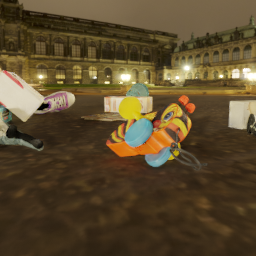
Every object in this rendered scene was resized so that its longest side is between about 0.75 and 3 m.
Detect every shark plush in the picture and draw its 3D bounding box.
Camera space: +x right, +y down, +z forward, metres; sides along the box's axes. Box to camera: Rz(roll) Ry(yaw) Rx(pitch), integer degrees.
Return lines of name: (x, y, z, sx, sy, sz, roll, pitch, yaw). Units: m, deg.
shark plush: (-3.091, -0.014, 6.579, 2.793, 1.269, 1.163, -2, -23, 20)

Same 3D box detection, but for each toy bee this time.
toy bee: (0.619, 0.058, 4.844, 2.244, 1.220, 1.469, 18, -27, 40)

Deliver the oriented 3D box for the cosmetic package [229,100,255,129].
cosmetic package: (4.312, -0.474, 9.460, 1.764, 0.913, 0.645, -5, 10, -24)

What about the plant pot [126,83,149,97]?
plant pot: (0.687, -2.709, 22.747, 1.672, 1.672, 1.638, 3, 17, 19)

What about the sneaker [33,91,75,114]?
sneaker: (-3.823, -1.194, 14.333, 2.824, 1.024, 1.610, -18, 18, -31)

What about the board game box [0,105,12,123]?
board game box: (-5.970, -0.478, 10.391, 2.730, 0.641, 2.061, -2, 9, -12)

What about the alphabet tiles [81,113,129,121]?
alphabet tiles: (-0.693, -0.517, 12.544, 2.176, 0.083, 2.615, 4, 9, 24)

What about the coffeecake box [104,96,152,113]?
coffeecake box: (0.064, -1.293, 15.233, 2.271, 0.830, 1.743, 2, 9, 14)

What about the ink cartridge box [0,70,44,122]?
ink cartridge box: (-4.481, -1.349, 11.441, 1.847, 1.071, 2.502, 41, -1, -17)

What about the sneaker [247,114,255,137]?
sneaker: (3.925, 0.014, 7.887, 0.858, 0.563, 1.491, 10, 17, 6)
